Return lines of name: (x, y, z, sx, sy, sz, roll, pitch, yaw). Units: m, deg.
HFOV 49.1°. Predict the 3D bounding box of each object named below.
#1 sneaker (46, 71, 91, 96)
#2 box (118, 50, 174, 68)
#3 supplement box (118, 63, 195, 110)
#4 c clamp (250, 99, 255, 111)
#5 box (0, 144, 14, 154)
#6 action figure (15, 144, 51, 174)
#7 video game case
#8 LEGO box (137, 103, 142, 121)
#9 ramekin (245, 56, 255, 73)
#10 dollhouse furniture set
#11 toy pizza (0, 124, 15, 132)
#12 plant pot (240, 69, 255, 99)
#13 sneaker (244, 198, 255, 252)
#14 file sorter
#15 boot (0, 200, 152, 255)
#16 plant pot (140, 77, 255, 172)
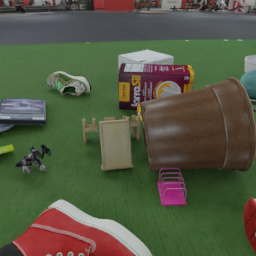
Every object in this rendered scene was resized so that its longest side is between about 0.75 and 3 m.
sneaker: (-2.875, -1.917, 12.639, 2.333, 0.897, 1.033, 10, 38, 23)
box: (0.876, -2.986, 14.030, 1.995, 1.311, 2.005, -20, 34, -33)
supplement box: (1.078, -1.637, 11.233, 2.872, 1.585, 1.230, 2, 28, 4)
c clamp: (5.136, -1.080, 11.651, 1.667, 0.226, 1.424, 14, 31, 25)
box: (-3.797, 0.690, 8.159, 0.833, 0.199, 0.508, -17, 0, -27)
action figure: (-2.535, 0.921, 7.436, 0.694, 1.167, 0.595, -14, 71, -49)
video game case: (-3.940, -0.659, 10.488, 1.643, 0.218, 2.299, 1, 22, -18)
LEGO box: (0.978, -0.495, 10.254, 0.985, 0.510, 1.323, -7, 29, -13)
ramekin: (7.129, -3.355, 15.214, 1.580, 0.829, 1.580, 0, 27, 0)
dollhouse furniture set: (-0.465, 0.367, 8.426, 1.724, 1.307, 1.967, -4, 7, -8)
toy pizza: (-4.762, -0.131, 9.844, 1.683, 0.267, 1.683, 1, 28, -1)
plant pot: (5.557, -1.902, 12.092, 1.388, 1.388, 1.114, -25, 21, -38)
sneaker: (2.998, 2.175, 5.299, 1.070, 0.726, 1.852, 5, 40, -8)
file sorter: (1.059, 1.395, 6.750, 0.565, 0.510, 0.813, -1, 28, -2)
boot: (-1.003, 2.318, 4.671, 2.580, 0.934, 1.861, 10, 29, 34)
plant pot: (1.652, 0.085, 7.471, 2.467, 2.492, 2.492, -9, 28, 2)
